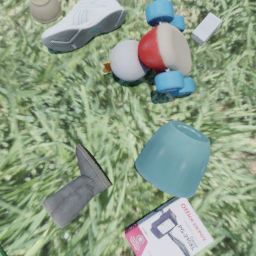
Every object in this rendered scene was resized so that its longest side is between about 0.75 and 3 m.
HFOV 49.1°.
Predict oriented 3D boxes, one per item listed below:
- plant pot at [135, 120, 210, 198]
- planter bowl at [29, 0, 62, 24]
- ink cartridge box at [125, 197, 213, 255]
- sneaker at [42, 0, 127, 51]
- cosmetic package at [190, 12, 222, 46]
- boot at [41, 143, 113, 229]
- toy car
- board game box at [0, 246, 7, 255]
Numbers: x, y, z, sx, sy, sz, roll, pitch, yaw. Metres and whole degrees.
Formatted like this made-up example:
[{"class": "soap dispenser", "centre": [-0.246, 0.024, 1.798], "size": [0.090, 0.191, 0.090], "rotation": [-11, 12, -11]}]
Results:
[{"class": "plant pot", "centre": [1.302, 0.684, 7.426], "size": [1.821, 1.821, 1.461], "rotation": [26, 110, 6]}, {"class": "planter bowl", "centre": [-2.840, -4.195, 9.407], "size": [1.079, 0.726, 1.079], "rotation": [0, 77, -1]}, {"class": "ink cartridge box", "centre": [1.096, 2.969, 7.736], "size": [1.966, 0.829, 1.423], "rotation": [-32, 79, -7]}, {"class": "sneaker", "centre": [-1.535, -3.471, 9.191], "size": [2.888, 1.016, 1.157], "rotation": [-28, 72, -13]}, {"class": "cosmetic package", "centre": [2.616, -3.308, 9.392], "size": [0.504, 0.354, 0.994], "rotation": [41, 80, 8]}, {"class": "boot", "centre": [-1.658, 1.647, 8.188], "size": [1.948, 0.707, 1.771], "rotation": [-36, 78, -1]}, {"class": "toy car", "centre": [0.464, -2.086, 8.569], "size": [2.585, 2.286, 2.382], "rotation": [-9, 88, 26]}, {"class": "board game box", "centre": [-4.159, 4.147, 7.768], "size": [1.792, 0.261, 1.206], "rotation": [-39, 81, -8]}]
